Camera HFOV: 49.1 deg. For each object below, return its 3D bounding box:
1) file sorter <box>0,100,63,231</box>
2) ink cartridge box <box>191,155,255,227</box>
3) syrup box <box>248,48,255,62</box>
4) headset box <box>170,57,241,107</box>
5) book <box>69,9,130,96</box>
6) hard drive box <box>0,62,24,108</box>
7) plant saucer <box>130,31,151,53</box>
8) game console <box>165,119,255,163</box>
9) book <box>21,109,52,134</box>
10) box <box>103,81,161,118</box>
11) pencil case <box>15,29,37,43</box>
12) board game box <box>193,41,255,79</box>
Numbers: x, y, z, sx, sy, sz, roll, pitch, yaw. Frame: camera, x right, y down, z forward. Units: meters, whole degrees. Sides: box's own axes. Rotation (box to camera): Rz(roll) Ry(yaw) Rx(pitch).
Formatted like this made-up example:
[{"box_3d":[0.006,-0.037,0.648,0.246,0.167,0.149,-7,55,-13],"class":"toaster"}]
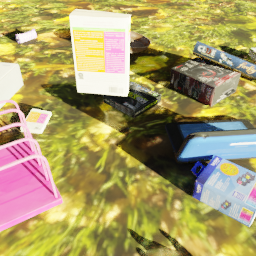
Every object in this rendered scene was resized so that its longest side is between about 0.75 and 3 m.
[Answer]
[{"box_3d":[-2.803,0.676,6.146,1.726,1.558,2.484,-21,43,-24],"class":"file sorter"},{"box_3d":[2.151,1.279,6.181,1.550,0.592,1.057,24,43,30],"class":"ink cartridge box"},{"box_3d":[5.536,-3.144,12.053,0.326,0.338,0.829,-4,37,-4],"class":"syrup box"},{"box_3d":[2.727,-1.633,9.746,1.527,0.770,2.054,-30,47,-32],"class":"headset box"},{"box_3d":[-0.464,-1.281,5.024,0.987,1.478,0.355,6,39,4],"class":"book"},{"box_3d":[-4.876,-1.340,9.279,1.785,0.879,2.290,7,38,9],"class":"hard drive box"},{"box_3d":[-0.241,-3.976,12.801,2.582,0.414,2.582,7,35,-5],"class":"plant saucer"},{"box_3d":[2.443,0.006,7.132,2.591,2.211,1.533,-4,65,-4],"class":"game console"},{"box_3d":[-2.732,-0.205,8.391,0.614,0.221,0.918,6,39,4],"class":"book"},{"box_3d":[0.146,-0.978,9.270,1.418,0.337,1.369,31,45,34],"class":"box"},{"box_3d":[-4.991,-4.493,13.695,0.443,0.451,1.056,20,41,33],"class":"pencil case"},{"box_3d":[3.486,-2.426,10.075,2.354,0.407,1.594,25,15,7],"class":"board game box"}]
